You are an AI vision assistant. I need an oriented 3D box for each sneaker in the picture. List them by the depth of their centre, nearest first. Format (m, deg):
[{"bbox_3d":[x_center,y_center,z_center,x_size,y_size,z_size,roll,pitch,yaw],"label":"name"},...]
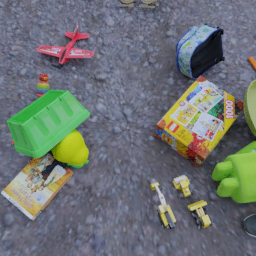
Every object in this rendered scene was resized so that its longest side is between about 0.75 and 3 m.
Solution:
[{"bbox_3d":[4.584,2.956,8.630,1.969,0.833,0.733,-1,63,0],"label":"sneaker"}]

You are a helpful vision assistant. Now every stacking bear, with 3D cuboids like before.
[{"bbox_3d":[-3.270,-1.651,10.828,0.534,0.500,0.879,-1,103,-35],"label":"stacking bear"}]

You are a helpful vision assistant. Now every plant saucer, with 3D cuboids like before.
[{"bbox_3d":[4.932,-0.443,9.963,2.647,0.411,2.647,13,66,-31],"label":"plant saucer"}]

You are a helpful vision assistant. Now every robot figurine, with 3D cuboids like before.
[{"bbox_3d":[4.133,1.523,8.930,2.652,1.534,2.327,-8,52,-2],"label":"robot figurine"}]

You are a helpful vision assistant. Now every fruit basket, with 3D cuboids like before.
[{"bbox_3d":[-2.417,0.241,9.601,1.915,2.655,2.655,9,59,43],"label":"fruit basket"}]

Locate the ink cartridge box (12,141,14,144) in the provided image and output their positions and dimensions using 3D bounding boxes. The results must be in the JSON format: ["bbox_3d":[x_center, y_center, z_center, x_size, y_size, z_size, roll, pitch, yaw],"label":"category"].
[{"bbox_3d":[-3.613,0.203,10.294,1.126,0.282,0.913,9,64,2],"label":"ink cartridge box"}]

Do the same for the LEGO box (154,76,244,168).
[{"bbox_3d":[2.561,-0.267,10.091,1.984,1.028,2.664,37,69,16],"label":"LEGO box"}]

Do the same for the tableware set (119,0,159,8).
[{"bbox_3d":[0.570,-6.183,13.148,1.951,0.391,1.290,13,89,25],"label":"tableware set"}]

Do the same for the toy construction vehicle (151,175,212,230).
[{"bbox_3d":[1.698,2.444,8.985,1.584,0.641,1.819,-16,65,-8],"label":"toy construction vehicle"}]

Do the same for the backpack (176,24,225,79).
[{"bbox_3d":[2.716,-2.976,11.110,1.882,1.722,1.383,-42,49,-16],"label":"backpack"}]

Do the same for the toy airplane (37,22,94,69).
[{"bbox_3d":[-2.527,-3.484,11.982,2.561,0.471,2.561,-3,62,5],"label":"toy airplane"}]

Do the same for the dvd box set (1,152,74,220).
[{"bbox_3d":[-3.038,1.853,9.467,1.454,0.292,1.988,34,68,16],"label":"dvd box set"}]

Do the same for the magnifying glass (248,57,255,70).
[{"bbox_3d":[5.464,-2.275,11.578,0.647,0.182,1.626,-18,67,-8],"label":"magnifying glass"}]
